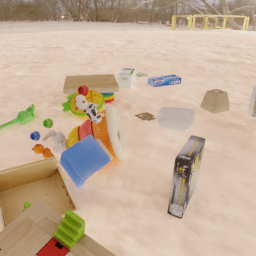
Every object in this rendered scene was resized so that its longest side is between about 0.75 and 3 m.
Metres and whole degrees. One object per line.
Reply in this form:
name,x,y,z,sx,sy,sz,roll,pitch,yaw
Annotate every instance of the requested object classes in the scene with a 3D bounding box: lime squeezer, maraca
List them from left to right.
lime squeezer,-4.178,-0.468,11.290,1.035,0.553,2.931,-25,17,23
maraca,-1.865,-1.031,11.595,1.986,1.063,1.362,8,50,29

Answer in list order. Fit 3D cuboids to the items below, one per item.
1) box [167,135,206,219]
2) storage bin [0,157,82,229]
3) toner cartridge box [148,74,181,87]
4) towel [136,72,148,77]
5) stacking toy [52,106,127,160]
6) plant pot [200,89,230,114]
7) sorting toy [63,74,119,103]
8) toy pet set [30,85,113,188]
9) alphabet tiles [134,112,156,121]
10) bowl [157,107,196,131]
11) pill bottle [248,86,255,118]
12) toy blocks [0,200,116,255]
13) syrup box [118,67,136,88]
box,1.333,1.084,6.368,0.366,1.515,1.200,16,29,23
storage bin,-1.917,1.509,5.881,1.500,0.708,1.511,-14,48,-27
toner cartridge box,2.123,-2.762,16.276,1.787,0.386,0.849,-11,26,-22
towel,0.827,-3.458,18.177,0.702,0.108,0.920,-13,26,-27
stacking toy,-1.259,0.335,8.502,2.264,1.654,1.654,-13,23,8
plant pot,3.884,-1.229,12.364,0.932,0.825,0.931,-12,27,-26
sorting toy,-1.808,-1.890,13.755,2.502,0.871,2.487,-3,25,-7
toy pet set,-1.643,0.402,7.344,2.278,2.440,1.296,52,20,10
alphabet tiles,0.763,-0.470,11.648,0.686,0.031,0.821,-14,28,-30
bowl,1.841,-0.333,10.743,1.414,0.529,1.416,6,26,14
pill bottle,5.991,-0.915,11.116,2.124,1.272,1.272,10,26,20
toy blocks,-1.214,2.345,3.947,2.742,1.370,1.875,26,42,22
syrup box,-0.053,-2.951,16.208,0.772,0.798,1.960,4,26,8
